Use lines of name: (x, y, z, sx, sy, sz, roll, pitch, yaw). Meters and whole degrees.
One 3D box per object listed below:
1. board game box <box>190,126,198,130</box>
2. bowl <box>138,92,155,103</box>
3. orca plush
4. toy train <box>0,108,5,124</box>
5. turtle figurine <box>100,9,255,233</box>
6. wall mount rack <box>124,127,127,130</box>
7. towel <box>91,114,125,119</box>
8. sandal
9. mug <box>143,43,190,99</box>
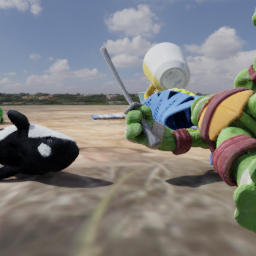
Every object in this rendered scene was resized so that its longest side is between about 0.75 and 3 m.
board game box: (1.840, 0.066, 6.456, 0.796, 0.173, 0.800, 2, 6, 22)
bowl: (1.540, -1.035, 12.707, 2.192, 1.146, 2.192, 0, 6, 0)
orca plush: (-1.249, 0.236, 2.825, 1.521, 0.800, 0.541, 18, 48, 16)
toy train: (-4.865, -0.490, 9.981, 0.443, 0.598, 2.122, -4, 7, -37)
turtle figurine: (0.710, -0.366, 2.328, 1.642, 2.281, 2.212, -13, 17, -4)
wall mount rack: (0.518, -0.163, 7.496, 1.162, 0.433, 1.009, -3, 7, -24)
towel: (-0.866, -0.472, 12.086, 1.374, 0.164, 1.009, -3, 8, -14)
sandal: (1.078, -0.255, 5.733, 1.161, 1.060, 2.666, -16, 13, -40)
mug: (1.312, -1.647, 9.099, 1.496, 1.868, 1.534, -3, 31, -3)
